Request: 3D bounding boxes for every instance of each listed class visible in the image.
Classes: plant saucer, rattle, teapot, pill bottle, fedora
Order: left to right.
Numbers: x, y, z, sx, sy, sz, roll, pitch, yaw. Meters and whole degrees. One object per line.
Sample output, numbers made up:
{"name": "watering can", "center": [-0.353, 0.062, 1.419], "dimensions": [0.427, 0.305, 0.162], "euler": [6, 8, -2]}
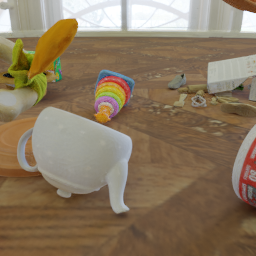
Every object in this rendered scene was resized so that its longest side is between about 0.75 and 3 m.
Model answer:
{"name": "rattle", "center": [-2.567, -1.592, 4.499], "dimensions": [2.895, 2.068, 1.884], "euler": [41, 56, -5]}
{"name": "fedora", "center": [-3.927, -1.647, 10.855], "dimensions": [2.341, 0.955, 2.341], "euler": [1, 23, -1]}
{"name": "plant saucer", "center": [-2.318, 0.293, 7.049], "dimensions": [2.793, 0.451, 2.793], "euler": [-1, 24, 0]}
{"name": "teapot", "center": [-1.004, 0.559, 5.287], "dimensions": [1.994, 1.476, 2.020], "euler": [23, -4, -21]}
{"name": "plant saucer", "center": [1.714, -2.771, 4.843], "dimensions": [2.022, 0.326, 2.022], "euler": [15, 57, -24]}
{"name": "pill bottle", "center": [3.177, 0.946, 3.998], "dimensions": [1.662, 1.662, 2.868], "euler": [-17, 29, -34]}

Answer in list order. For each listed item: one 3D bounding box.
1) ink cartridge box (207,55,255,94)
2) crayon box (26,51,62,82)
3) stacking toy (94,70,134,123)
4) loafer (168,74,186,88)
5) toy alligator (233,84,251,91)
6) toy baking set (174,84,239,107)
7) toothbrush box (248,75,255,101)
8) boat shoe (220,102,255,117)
{"name": "ink cartridge box", "center": [4.389, -2.216, 11.253], "dimensions": [2.303, 0.657, 1.871], "euler": [-3, 36, 19]}
{"name": "crayon box", "center": [-4.352, -2.984, 13.482], "dimensions": [2.207, 1.311, 0.643], "euler": [7, 25, 16]}
{"name": "stacking toy", "center": [-0.618, -0.798, 8.979], "dimensions": [1.275, 1.206, 2.197], "euler": [18, 37, -4]}
{"name": "loafer", "center": [2.170, -2.088, 12.432], "dimensions": [0.505, 0.504, 1.445], "euler": [13, 27, 28]}
{"name": "toy alligator", "center": [4.405, -1.845, 11.984], "dimensions": [1.998, 0.480, 0.662], "euler": [29, 63, 34]}
{"name": "toy baking set", "center": [2.900, -1.271, 10.775], "dimensions": [2.796, 0.325, 2.146], "euler": [-4, 24, -10]}
{"name": "toothbrush box", "center": [5.262, -1.597, 10.731], "dimensions": [1.323, 0.969, 0.564], "euler": [-19, 30, -39]}
{"name": "boat shoe", "center": [3.702, -0.659, 9.247], "dimensions": [1.244, 0.447, 0.403], "euler": [11, 30, 38]}
